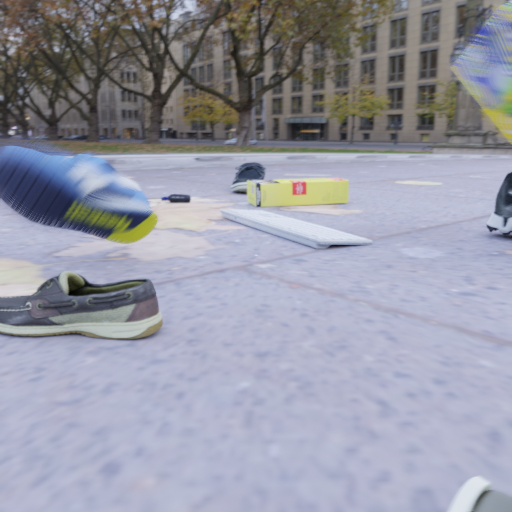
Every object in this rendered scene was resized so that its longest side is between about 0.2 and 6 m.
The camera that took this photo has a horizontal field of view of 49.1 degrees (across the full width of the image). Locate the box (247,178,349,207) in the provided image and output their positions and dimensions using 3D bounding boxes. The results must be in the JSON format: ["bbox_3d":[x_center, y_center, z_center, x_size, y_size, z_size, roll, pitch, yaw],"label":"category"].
[{"bbox_3d":[1.068,-1.648,14.400,2.491,0.624,0.937,-3,13,-13],"label":"box"}]

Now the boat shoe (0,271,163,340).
[{"bbox_3d":[-1.757,0.422,5.298,1.773,0.583,0.633,2,13,8],"label":"boat shoe"}]

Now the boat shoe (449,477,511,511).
[{"bbox_3d":[0.669,1.276,1.632,0.475,0.568,1.590,7,21,29],"label":"boat shoe"}]

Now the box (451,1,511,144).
[{"bbox_3d":[4.480,-1.765,7.673,1.198,3.726,1.305,-29,-13,-23],"label":"box"}]

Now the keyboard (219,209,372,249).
[{"bbox_3d":[0.568,-0.600,10.727,1.108,0.210,3.935,-6,14,-26],"label":"keyboard"}]

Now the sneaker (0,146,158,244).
[{"bbox_3d":[-2.417,-0.898,7.419,2.326,0.860,0.957,24,34,-45],"label":"sneaker"}]

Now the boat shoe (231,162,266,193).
[{"bbox_3d":[-0.205,-2.471,17.546,1.057,0.882,2.833,3,14,5],"label":"boat shoe"}]

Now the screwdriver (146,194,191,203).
[{"bbox_3d":[-2.630,-1.466,14.622,1.853,0.270,0.259,-3,12,1],"label":"screwdriver"}]

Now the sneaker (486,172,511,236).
[{"bbox_3d":[5.245,-0.818,9.038,0.973,1.324,2.927,-13,21,-43],"label":"sneaker"}]
